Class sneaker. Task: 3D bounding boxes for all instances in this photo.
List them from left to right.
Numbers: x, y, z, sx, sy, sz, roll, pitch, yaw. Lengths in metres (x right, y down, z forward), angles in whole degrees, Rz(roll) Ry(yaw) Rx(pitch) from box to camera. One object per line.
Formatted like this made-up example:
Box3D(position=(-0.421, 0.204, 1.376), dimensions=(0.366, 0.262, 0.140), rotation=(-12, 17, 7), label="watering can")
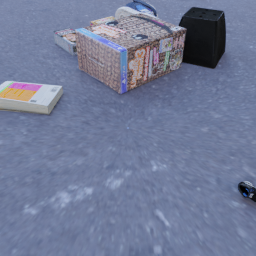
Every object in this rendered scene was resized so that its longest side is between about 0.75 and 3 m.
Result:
Box3D(position=(1.076, -4.627, 12.142), dimensions=(2.871, 1.157, 2.102), rotation=(34, 46, 17), label="sneaker")
Box3D(position=(2.510, 1.367, 5.473), dimensions=(0.824, 0.301, 0.461), rotation=(36, 18, 36), label="sneaker")

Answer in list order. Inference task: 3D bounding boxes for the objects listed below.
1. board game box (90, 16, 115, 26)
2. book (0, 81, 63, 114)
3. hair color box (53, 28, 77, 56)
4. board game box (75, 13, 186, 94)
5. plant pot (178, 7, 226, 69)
Box3D(position=(-0.746, -4.677, 12.988), dimensions=(1.293, 0.395, 1.707), rotation=(-27, 46, -29), label="board game box")
Box3D(position=(-3.054, -0.980, 8.446), dimensions=(1.842, 0.443, 1.230), rotation=(7, 37, 7), label="book")
Box3D(position=(-2.336, -3.584, 11.554), dimensions=(0.834, 0.511, 1.686), rotation=(-25, 46, -28), label="hair color box")
Box3D(position=(0.097, -2.733, 9.750), dimensions=(2.980, 1.443, 2.376), rotation=(-29, 47, -32), label="board game box")
Box3D(position=(2.729, -3.521, 10.600), dimensions=(1.841, 1.637, 1.845), rotation=(18, 43, 21), label="plant pot")
